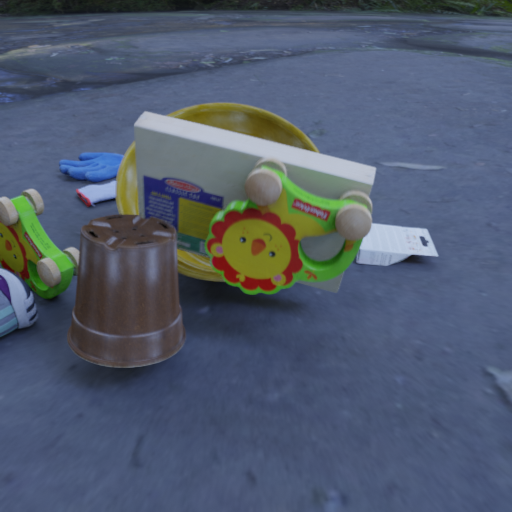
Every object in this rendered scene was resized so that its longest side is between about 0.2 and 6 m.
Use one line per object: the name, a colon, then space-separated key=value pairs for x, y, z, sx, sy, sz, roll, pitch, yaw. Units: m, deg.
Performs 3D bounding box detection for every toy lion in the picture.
toy lion: x=0.309 y=-0.192 z=6.717 sx=1.743 sy=1.671 sz=0.598 roll=21 pitch=30 yaw=0
toy lion: x=-3.600 y=-0.075 z=8.758 sx=0.617 sy=1.722 sz=1.796 roll=-32 pitch=82 yaw=-43

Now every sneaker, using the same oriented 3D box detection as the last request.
sneaker: x=-4.540 y=0.459 z=8.150 sx=2.868 sy=1.067 sz=1.255 roll=20 pitch=40 yaw=31

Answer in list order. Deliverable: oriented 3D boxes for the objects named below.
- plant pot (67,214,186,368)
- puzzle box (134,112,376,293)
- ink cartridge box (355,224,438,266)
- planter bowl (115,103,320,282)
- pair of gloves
plant pot: x=-1.567 y=0.340 z=6.879 sx=1.479 sy=1.464 sz=1.479 roll=5 pitch=22 yaw=-2
puzzle box: x=-0.134 y=-0.661 z=7.447 sx=3.012 sy=2.004 sz=0.383 roll=16 pitch=47 yaw=6
ink cartridge box: x=2.443 y=-0.188 z=10.043 sx=1.350 sy=0.385 sz=1.097 roll=9 pitch=30 yaw=0
planter bowl: x=-0.541 y=-0.817 z=9.412 sx=3.400 sy=1.416 sz=3.400 roll=2 pitch=62 yaw=-4
pair of gloves: x=-2.997 y=-1.924 z=13.010 sx=2.692 sy=0.381 sz=3.348 roll=-16 pitch=32 yaw=-25
